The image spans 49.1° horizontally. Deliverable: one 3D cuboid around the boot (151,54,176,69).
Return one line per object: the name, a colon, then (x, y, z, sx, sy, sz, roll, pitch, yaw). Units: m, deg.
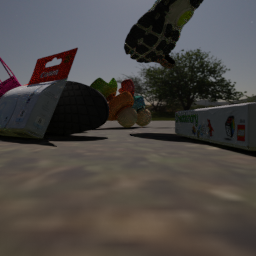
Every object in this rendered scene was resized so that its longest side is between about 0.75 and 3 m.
boot: (1.291, -2.971, 11.627, 1.506, 0.529, 1.101, 28, -2, -11)

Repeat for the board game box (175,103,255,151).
board game box: (1.499, -0.037, 3.225, 1.412, 0.387, 2.237, 1, 2, -5)

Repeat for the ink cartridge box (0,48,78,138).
ink cartridge box: (-1.452, -0.587, 4.224, 1.187, 1.483, 0.351, 1, -23, 42)

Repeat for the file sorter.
file sorter: (-2.690, -0.679, 5.312, 1.244, 0.780, 0.864, -34, -16, -10)

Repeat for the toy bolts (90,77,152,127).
toy bolts: (-0.342, -0.474, 9.613, 2.351, 1.707, 2.462, -47, -16, 32)

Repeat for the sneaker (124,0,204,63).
sneaker: (0.972, -2.703, 6.689, 1.116, 1.147, 2.879, 34, -50, -14)

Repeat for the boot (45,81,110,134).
boot: (-1.159, -0.336, 5.308, 2.477, 0.864, 1.631, 1, 2, 26)
